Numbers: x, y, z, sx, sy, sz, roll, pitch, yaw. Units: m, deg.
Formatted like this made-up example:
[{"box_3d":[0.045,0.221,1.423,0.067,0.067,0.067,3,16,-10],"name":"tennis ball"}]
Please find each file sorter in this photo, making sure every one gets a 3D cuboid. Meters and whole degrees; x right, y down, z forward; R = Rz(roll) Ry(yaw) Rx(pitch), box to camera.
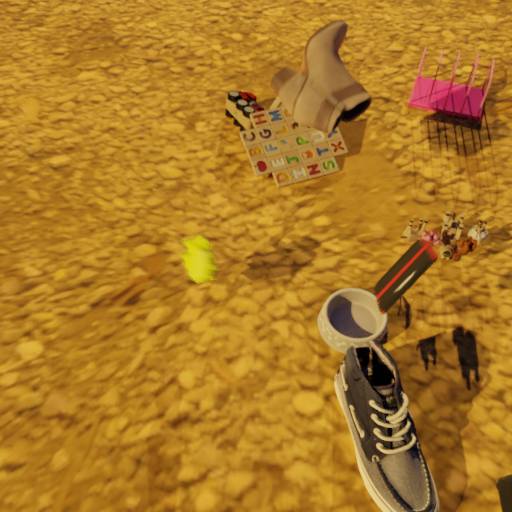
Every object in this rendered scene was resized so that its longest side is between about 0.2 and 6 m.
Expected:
[{"box_3d":[4.871,-4.352,13.931,1.779,1.116,1.236,16,52,12],"name":"file sorter"}]

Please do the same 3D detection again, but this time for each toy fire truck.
[{"box_3d":[0.034,-3.669,13.672,1.279,0.823,1.126,-18,52,-28],"name":"toy fire truck"}]

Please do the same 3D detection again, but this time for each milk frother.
[{"box_3d":[4.123,3.655,7.048,1.639,1.816,1.708,7,52,1],"name":"milk frother"}]

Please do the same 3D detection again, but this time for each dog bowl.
[{"box_3d":[1.746,1.129,9.995,1.278,0.375,1.278,0,52,-1],"name":"dog bowl"}]

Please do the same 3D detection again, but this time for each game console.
[{"box_3d":[2.116,0.282,8.000,0.171,1.100,0.972,37,17,-7],"name":"game console"}]

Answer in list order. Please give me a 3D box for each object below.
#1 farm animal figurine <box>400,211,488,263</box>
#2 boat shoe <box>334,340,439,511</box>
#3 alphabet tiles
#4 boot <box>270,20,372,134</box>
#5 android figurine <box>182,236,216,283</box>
[{"box_3d":[3.687,-0.339,11.026,1.373,0.716,1.358,26,43,28],"name":"farm animal figurine"},{"box_3d":[1.915,2.544,8.281,1.007,1.251,2.697,-16,52,-12],"name":"boat shoe"},{"box_3d":[0.866,-2.565,12.695,2.268,0.072,1.887,-16,76,-13],"name":"alphabet tiles"},{"box_3d":[1.492,-3.363,10.703,1.723,0.828,2.357,40,78,21],"name":"boot"},{"box_3d":[-0.996,0.090,9.861,0.188,0.832,0.914,-9,34,-38],"name":"android figurine"}]
